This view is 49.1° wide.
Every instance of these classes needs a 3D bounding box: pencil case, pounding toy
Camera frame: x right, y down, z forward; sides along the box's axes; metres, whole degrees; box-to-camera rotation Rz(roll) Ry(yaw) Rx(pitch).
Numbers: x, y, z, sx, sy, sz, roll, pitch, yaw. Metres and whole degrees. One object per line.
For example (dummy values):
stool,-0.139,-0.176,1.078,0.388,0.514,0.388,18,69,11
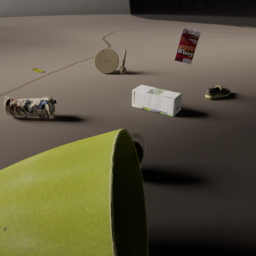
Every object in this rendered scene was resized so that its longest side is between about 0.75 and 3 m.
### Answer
pencil case,-3.736,-0.815,10.678,1.915,0.856,0.745,1,10,4
pounding toy,-0.982,-3.792,16.211,1.853,1.430,0.860,2,2,4

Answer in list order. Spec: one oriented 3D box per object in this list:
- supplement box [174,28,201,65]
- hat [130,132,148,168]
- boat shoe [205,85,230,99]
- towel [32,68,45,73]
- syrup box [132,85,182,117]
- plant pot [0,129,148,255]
supplement box,2.503,-3.454,11.824,0.749,1.376,0.419,15,20,6
hat,-0.043,0.664,7.314,0.494,1.225,1.225,12,16,-39
boat shoe,4.147,-1.688,12.745,1.532,0.497,0.561,-20,34,-34
towel,-5.283,-3.390,16.471,0.870,0.079,0.374,24,37,38
syrup box,1.144,-1.139,11.386,1.901,0.774,0.748,16,31,28
plant pot,-1.303,1.542,4.689,2.899,2.712,2.712,-8,26,10
